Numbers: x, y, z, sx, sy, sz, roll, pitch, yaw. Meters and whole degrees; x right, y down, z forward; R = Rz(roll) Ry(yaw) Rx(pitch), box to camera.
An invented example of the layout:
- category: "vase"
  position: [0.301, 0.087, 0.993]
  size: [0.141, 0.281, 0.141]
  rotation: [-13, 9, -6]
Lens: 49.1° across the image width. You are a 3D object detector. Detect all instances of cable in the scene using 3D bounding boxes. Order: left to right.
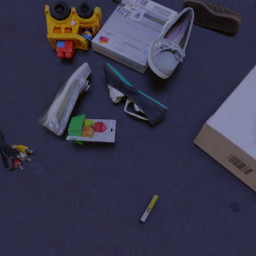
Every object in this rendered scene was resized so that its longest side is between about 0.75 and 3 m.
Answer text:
- category: "cable"
  position: [-3.536, 0.615, 8.130]
  size: [1.683, 0.424, 0.817]
  rotation: [30, 88, 24]

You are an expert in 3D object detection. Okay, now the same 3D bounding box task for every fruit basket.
- category: "fruit basket"
  position: [-1.011, 0.082, 7.962]
  size: [1.293, 0.606, 1.198]
  rotation: [7, 31, -5]

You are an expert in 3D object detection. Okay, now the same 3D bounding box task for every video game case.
- category: "video game case"
  position: [0.528, 2.097, 7.185]
  size: [0.106, 0.830, 0.750]
  rotation: [30, 72, 11]

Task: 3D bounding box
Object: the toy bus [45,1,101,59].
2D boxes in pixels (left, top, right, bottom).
- category: "toy bus"
  position: [-1.751, -3.058, 9.099]
  size: [1.779, 1.207, 1.708]
  rotation: [-1, 82, -3]

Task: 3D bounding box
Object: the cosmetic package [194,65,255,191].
- category: "cosmetic package"
  position: [3.750, 0.046, 7.538]
  size: [2.665, 1.643, 2.673]
  rotation: [40, 75, 14]

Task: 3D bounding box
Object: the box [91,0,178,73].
- category: "box"
  position: [0.262, -3.263, 9.404]
  size: [1.950, 0.515, 2.502]
  rotation: [27, 69, 9]

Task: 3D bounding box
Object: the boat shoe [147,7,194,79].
- category: "boat shoe"
  position: [1.348, -2.593, 8.378]
  size: [0.978, 0.851, 2.655]
  rotation: [34, 57, -12]

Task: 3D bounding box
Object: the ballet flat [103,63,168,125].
- category: "ballet flat"
  position: [0.018, -0.947, 8.369]
  size: [2.469, 0.902, 0.902]
  rotation: [39, 74, 11]

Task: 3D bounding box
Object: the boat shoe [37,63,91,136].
- category: "boat shoe"
  position: [-1.732, -0.934, 8.325]
  size: [0.794, 0.913, 2.477]
  rotation: [41, 54, -25]

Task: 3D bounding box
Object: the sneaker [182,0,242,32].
- category: "sneaker"
  position: [2.923, -3.941, 9.730]
  size: [2.088, 0.735, 0.789]
  rotation: [28, 50, 9]
